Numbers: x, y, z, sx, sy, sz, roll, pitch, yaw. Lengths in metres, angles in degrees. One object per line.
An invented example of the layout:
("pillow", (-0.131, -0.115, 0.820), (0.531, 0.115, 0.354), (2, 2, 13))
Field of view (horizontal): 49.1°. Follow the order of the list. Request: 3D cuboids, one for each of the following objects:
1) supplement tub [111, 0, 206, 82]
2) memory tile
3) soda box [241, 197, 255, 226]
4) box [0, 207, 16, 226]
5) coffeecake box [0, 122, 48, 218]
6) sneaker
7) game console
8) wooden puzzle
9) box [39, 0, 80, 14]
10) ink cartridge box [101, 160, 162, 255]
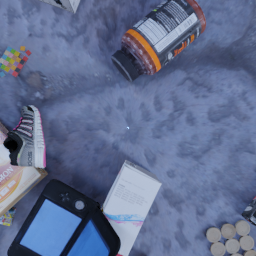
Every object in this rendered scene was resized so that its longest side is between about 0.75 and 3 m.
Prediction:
("supplement tub", (0.835, -2.606, 8.321), (2.775, 1.484, 1.484), (-40, 88, -1))
("memory tile", (3.260, 3.841, 8.621), (1.407, 0.154, 1.835), (-14, 86, -1))
("soda box", (4.184, 2.262, 8.507), (0.483, 0.540, 1.526), (40, 87, 0))
("box", (-3.940, 2.666, 8.680), (0.809, 0.153, 0.553), (13, 87, 1))
("coffeecake box", (-4.160, 1.099, 8.245), (2.111, 1.005, 2.750), (-43, 88, -8))
("sneaker", (-2.942, 0.187, 7.822), (1.026, 0.865, 2.345), (-4, 46, -23))
("game console", (-1.622, 2.834, 6.588), (2.131, 1.410, 2.423), (31, 95, -5))
("wooden puzzle", (-3.694, -2.131, 8.974), (0.738, 0.087, 1.244), (30, 87, 2))
("box", (-2.577, -4.370, 8.535), (2.083, 1.215, 0.626), (20, 87, 2))
("ink cartridge box", (-0.182, 2.346, 7.797), (1.132, 1.952, 2.644), (27, 88, 1))
